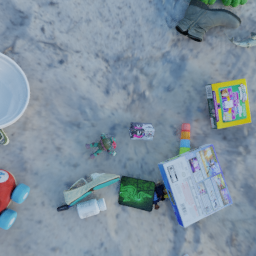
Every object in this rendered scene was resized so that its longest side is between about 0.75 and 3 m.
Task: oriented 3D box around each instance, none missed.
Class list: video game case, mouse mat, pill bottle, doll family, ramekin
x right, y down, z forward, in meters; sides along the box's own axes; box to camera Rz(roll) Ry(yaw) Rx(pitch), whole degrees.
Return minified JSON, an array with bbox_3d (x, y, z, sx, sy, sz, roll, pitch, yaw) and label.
[{"bbox_3d":[2.452,2.025,10.157,2.140,0.537,2.361,-19,91,-17],"label":"video game case"},{"bbox_3d":[0.314,2.438,10.429,1.390,0.052,1.119,7,90,23],"label":"mouse mat"},{"bbox_3d":[-1.338,2.957,10.417,0.992,0.567,0.567,-16,83,-2],"label":"pill bottle"},{"bbox_3d":[1.359,2.454,10.504,1.536,0.603,0.888,-20,87,3],"label":"doll family"},{"bbox_3d":[-5.107,-1.210,9.984,2.843,1.492,2.843,8,75,-31],"label":"ramekin"}]

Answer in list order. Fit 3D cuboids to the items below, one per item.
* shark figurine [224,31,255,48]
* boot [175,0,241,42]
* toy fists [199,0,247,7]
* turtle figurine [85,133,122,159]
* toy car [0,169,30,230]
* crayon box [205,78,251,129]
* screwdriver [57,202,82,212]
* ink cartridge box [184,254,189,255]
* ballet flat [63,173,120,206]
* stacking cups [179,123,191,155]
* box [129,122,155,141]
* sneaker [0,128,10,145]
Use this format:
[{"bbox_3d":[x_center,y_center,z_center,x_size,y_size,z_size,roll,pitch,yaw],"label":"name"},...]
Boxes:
[{"bbox_3d":[4.873,-3.642,11.302,1.825,1.090,0.762,-7,57,16],"label":"shark figurine"},{"bbox_3d":[3.164,-4.042,11.206,2.295,0.777,1.499,25,83,11],"label":"boot"},{"bbox_3d":[3.740,-5.698,11.295,2.786,0.958,1.420,3,84,-1],"label":"toy fists"},{"bbox_3d":[-0.898,0.633,10.673,1.348,0.679,1.009,-24,72,7],"label":"turtle figurine"},{"bbox_3d":[-4.976,2.429,9.606,2.122,2.303,2.037,26,84,3],"label":"toy car"},{"bbox_3d":[3.810,-0.922,10.617,1.466,0.495,1.699,-11,95,-13],"label":"crayon box"},{"bbox_3d":[-1.990,2.879,10.630,1.462,0.204,0.213,-19,53,-5],"label":"screwdriver"},{"bbox_3d":[1.783,6.349,9.982,2.708,0.605,2.385,-34,58,-4],"label":"ink cartridge box"},{"bbox_3d":[-1.407,2.104,10.472,2.218,0.770,0.770,-28,84,-3],"label":"ballet flat"},{"bbox_3d":[2.169,0.600,10.795,0.468,0.468,1.546,2,79,0],"label":"stacking cups"},{"bbox_3d":[0.516,0.121,10.568,0.853,0.563,0.489,3,120,-11],"label":"box"},{"bbox_3d":[-5.126,0.090,10.749,0.448,0.600,1.338,-41,85,-5],"label":"sneaker"}]
